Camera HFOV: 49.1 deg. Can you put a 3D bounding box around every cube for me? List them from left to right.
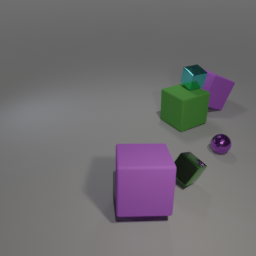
[{"bbox_3d":[0.387,1.308,7.310,1.400,1.400,1.400,0,21,-3],"label":"cube"},{"bbox_3d":[2.319,-0.906,11.585,1.400,1.400,1.400,-18,34,-26],"label":"cube"},{"bbox_3d":[1.773,1.194,8.309,0.700,0.700,0.700,42,21,27],"label":"cube"},{"bbox_3d":[2.642,-2.047,11.276,0.700,0.700,0.700,-15,46,-21],"label":"cube"},{"bbox_3d":[3.661,-1.805,12.790,1.400,1.400,1.400,10,21,-33],"label":"cube"}]

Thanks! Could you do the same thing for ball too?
[{"bbox_3d":[3.261,0.552,9.821,0.700,0.700,0.700,0,30,0],"label":"ball"}]
